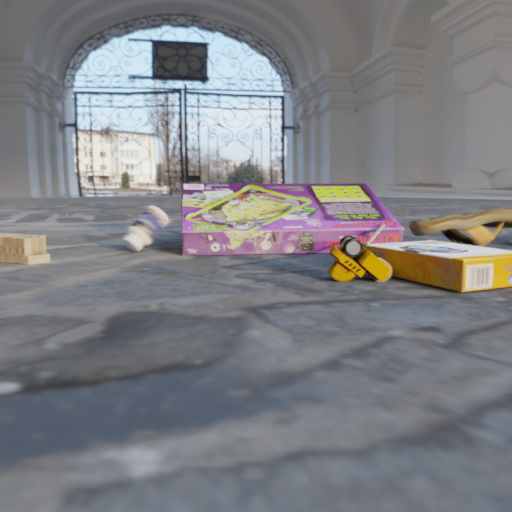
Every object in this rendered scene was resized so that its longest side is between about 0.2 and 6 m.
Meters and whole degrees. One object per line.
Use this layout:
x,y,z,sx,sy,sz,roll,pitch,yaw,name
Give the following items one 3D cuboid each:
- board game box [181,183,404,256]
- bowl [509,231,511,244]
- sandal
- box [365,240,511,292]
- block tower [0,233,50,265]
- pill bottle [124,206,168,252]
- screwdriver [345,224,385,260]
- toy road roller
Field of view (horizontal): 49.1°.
0.641,-0.929,12.881,4.711,0.761,2.827,-1,24,-7,board game box
7.201,-0.562,13.193,1.876,0.701,1.879,-2,10,-11,bowl
4.657,-0.537,12.338,2.904,0.784,1.166,-7,-2,-24,sandal
2.971,0.099,9.123,1.530,0.533,2.570,-4,6,-25,box
-4.838,-0.165,10.901,1.874,0.542,0.506,6,10,30,block tower
-2.405,-0.571,12.140,0.540,0.540,0.973,9,54,47,pill bottle
2.190,-0.220,10.757,0.370,0.385,2.649,-43,-8,31,screwdriver
1.553,0.174,8.767,0.972,0.709,0.597,37,7,-4,toy road roller
